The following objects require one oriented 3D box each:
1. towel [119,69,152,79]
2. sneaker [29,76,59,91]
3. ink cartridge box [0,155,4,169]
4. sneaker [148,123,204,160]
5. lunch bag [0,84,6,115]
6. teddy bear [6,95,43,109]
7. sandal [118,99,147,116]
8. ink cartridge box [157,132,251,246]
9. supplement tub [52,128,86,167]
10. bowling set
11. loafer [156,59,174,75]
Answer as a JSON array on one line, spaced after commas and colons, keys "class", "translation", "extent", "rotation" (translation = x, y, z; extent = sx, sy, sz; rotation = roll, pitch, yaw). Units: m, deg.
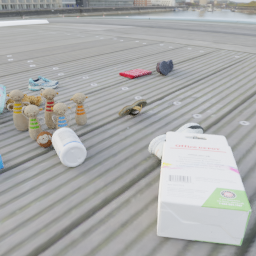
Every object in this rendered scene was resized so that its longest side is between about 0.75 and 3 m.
[{"class": "towel", "translation": [0.422, -3.077, 15.779], "extent": [1.601, 0.180, 1.158], "rotation": [-21, 32, -39]}, {"class": "sneaker", "translation": [-4.082, -2.207, 13.572], "extent": [1.442, 0.623, 0.560], "rotation": [-12, 30, -22]}, {"class": "ink cartridge box", "translation": [-4.046, 0.970, 7.561], "extent": [0.757, 0.444, 1.033], "rotation": [23, 34, 38]}, {"class": "sneaker", "translation": [1.596, 0.487, 8.377], "extent": [2.032, 0.749, 0.813], "rotation": [-23, 47, -29]}, {"class": "lunch bag", "translation": [-5.417, -1.126, 10.526], "extent": [1.463, 1.047, 1.717], "rotation": [16, 22, -29]}, {"class": "teddy bear", "translation": [-4.284, -1.156, 11.659], "extent": [1.524, 0.509, 1.105], "rotation": [-3, 25, -6]}, {"class": "sandal", "translation": [0.230, -0.676, 10.602], "extent": [1.450, 0.582, 0.392], "rotation": [-25, 66, -44]}, {"class": "ink cartridge box", "translation": [1.609, 1.179, 6.546], "extent": [1.691, 0.972, 2.888], "rotation": [4, 27, 8]}, {"class": "supplement tub", "translation": [-1.712, 0.537, 8.069], "extent": [0.751, 0.751, 1.138], "rotation": [-12, 30, -22]}, {"class": "bowling set", "translation": [-2.522, -0.395, 9.106], "extent": [2.713, 1.457, 1.888], "rotation": [-7, 28, -13]}, {"class": "loafer", "translation": [1.980, -3.434, 16.008], "extent": [0.713, 0.814, 2.265], "rotation": [-6, 15, 28]}]
